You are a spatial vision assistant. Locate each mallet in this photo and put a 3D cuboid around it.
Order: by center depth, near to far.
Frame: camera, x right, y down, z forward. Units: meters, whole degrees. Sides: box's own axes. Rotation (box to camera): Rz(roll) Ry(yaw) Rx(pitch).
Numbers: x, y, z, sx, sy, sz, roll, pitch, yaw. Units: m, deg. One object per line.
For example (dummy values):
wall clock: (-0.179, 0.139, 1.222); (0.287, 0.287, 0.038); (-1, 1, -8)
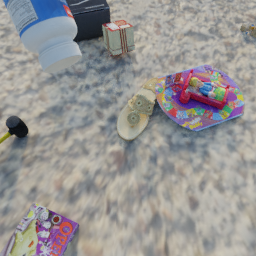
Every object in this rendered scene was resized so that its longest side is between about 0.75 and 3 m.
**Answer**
mallet: (-3.780, 0.468, 7.760); (0.446, 0.714, 2.167); (39, 65, 23)

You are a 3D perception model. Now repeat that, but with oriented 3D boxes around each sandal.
sandal: (0.416, -0.848, 8.553); (0.942, 0.845, 2.569); (25, 60, 16)

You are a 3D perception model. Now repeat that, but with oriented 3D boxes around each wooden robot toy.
wooden robot toy: (4.961, -3.828, 10.735); (1.203, 0.546, 0.530); (37, 64, 21)

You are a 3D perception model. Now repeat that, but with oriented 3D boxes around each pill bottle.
pill bottle: (-1.915, -2.478, 6.284); (1.281, 1.281, 2.282); (-26, 94, -16)

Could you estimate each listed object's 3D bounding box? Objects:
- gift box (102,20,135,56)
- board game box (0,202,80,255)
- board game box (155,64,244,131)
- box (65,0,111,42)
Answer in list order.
gift box: (-0.338, -3.134, 9.969); (0.999, 1.011, 1.082); (-17, 42, -13)
board game box: (-2.209, 2.940, 6.358); (1.316, 0.354, 2.192); (22, 59, 9)
board game box: (2.355, -1.192, 8.790); (2.906, 0.566, 2.296); (-18, 61, -17)
box: (-1.761, -4.607, 10.848); (1.714, 1.209, 2.317); (-14, 57, -9)
